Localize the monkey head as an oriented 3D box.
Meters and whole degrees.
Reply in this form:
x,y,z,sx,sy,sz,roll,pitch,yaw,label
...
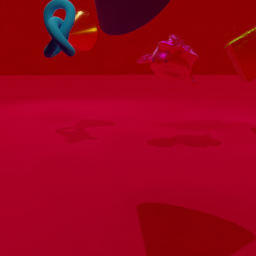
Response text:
x,y,z,sx,sy,sz,roll,pitch,yaw,label
1.246,-1.981,7.973,1.901,1.146,1.368,19,38,-11,monkey head

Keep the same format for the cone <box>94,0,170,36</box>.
x,y,z,sx,sy,sz,roll,pitch,yaw,label
-0.230,-2.224,3.692,1.361,1.361,1.367,10,-21,40,cone

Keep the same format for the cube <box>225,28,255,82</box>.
x,y,z,sx,sy,sz,roll,pitch,yaw,label
3.909,-2.301,8.589,1.292,1.292,1.292,-28,4,17,cube

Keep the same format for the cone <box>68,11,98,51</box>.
x,y,z,sx,sy,sz,roll,pitch,yaw,label
-2.055,-3.362,10.011,1.431,1.431,1.437,5,25,23,cone

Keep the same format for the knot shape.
x,y,z,sx,sy,sz,roll,pitch,yaw,label
-2.176,-2.885,8.765,0.859,1.859,1.739,-1,-22,-23,knot shape
